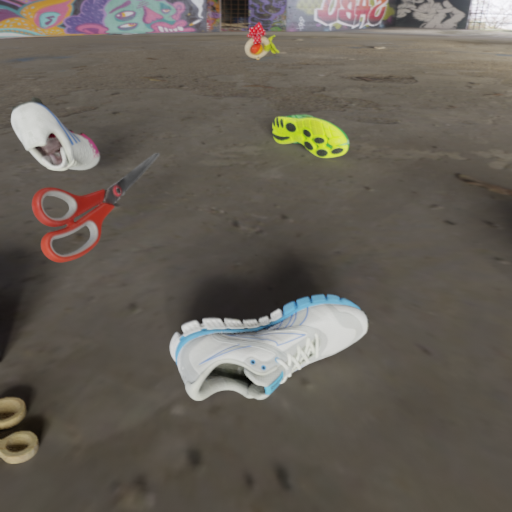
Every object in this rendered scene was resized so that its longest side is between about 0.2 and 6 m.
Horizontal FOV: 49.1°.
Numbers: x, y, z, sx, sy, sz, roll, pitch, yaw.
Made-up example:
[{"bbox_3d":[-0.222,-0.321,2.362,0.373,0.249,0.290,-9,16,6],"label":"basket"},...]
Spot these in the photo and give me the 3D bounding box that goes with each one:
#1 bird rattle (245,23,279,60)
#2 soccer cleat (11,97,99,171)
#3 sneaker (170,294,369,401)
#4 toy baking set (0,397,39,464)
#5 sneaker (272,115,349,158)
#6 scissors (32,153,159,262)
[{"bbox_3d":[0.067,-4.422,11.764,0.838,0.683,0.472,2,59,-50],"label":"bird rattle"},{"bbox_3d":[-3.620,-1.902,10.343,0.867,1.071,2.481,-24,-16,7],"label":"soccer cleat"},{"bbox_3d":[0.224,1.086,5.980,2.195,0.823,0.951,-13,35,-7],"label":"sneaker"},{"bbox_3d":[-3.233,1.855,4.776,2.183,0.331,2.844,6,27,12],"label":"toy baking set"},{"bbox_3d":[1.460,-3.158,14.123,1.062,0.941,2.542,-22,34,-30],"label":"sneaker"},{"bbox_3d":[-1.898,-0.688,7.306,0.171,0.897,2.452,-14,14,34],"label":"scissors"}]
